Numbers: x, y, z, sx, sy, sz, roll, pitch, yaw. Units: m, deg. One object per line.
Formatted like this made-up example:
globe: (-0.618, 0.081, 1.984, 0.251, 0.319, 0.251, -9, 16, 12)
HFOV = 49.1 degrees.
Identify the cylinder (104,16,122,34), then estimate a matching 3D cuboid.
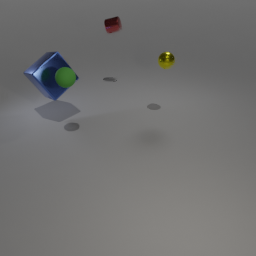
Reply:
cylinder: (-0.743, -5.165, 14.059, 0.700, 0.700, 0.700, -8, 27, 16)

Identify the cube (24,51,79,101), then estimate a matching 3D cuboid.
cube: (-3.189, -2.173, 11.617, 1.400, 1.400, 1.400, -47, 32, -15)

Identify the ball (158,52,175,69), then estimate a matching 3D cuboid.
ball: (1.562, -2.744, 11.389, 0.700, 0.700, 0.700, 0, 30, 0)

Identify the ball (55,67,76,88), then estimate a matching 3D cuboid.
ball: (-2.147, -1.737, 9.637, 0.700, 0.700, 0.700, 0, 30, 0)
